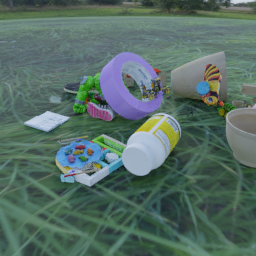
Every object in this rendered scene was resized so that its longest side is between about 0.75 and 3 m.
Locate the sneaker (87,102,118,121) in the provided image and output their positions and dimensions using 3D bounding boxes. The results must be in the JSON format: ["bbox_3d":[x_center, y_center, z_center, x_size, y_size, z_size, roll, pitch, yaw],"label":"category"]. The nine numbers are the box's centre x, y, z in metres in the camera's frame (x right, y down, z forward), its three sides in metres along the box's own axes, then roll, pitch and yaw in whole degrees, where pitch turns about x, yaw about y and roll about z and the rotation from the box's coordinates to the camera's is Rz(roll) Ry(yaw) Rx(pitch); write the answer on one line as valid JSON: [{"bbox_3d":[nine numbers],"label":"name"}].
[{"bbox_3d":[-1.123,-0.771,12.456,1.660,0.612,0.726,21,27,36],"label":"sneaker"}]

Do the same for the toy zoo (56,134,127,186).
[{"bbox_3d":[-1.161,1.058,9.322,1.707,0.266,2.602,23,36,36],"label":"toy zoo"}]

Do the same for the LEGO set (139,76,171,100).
[{"bbox_3d":[1.121,-1.725,11.703,1.231,0.713,0.947,-20,30,-17],"label":"LEGO set"}]

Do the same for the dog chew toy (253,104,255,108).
[{"bbox_3d":[5.684,-0.041,10.276,1.509,1.509,2.423,-17,42,-29],"label":"dog chew toy"}]

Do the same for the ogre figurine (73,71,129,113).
[{"bbox_3d":[-1.105,-1.675,12.940,2.837,1.701,1.392,0,30,-3],"label":"ogre figurine"}]

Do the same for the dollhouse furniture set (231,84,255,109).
[{"bbox_3d":[5.600,-1.503,13.073,1.225,1.288,1.049,11,30,15],"label":"dollhouse furniture set"}]

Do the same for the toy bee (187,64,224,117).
[{"bbox_3d":[3.595,-1.464,11.999,1.278,2.351,1.539,22,24,26],"label":"toy bee"}]

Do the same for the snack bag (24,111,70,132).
[{"bbox_3d":[-3.437,-0.327,12.052,1.392,0.158,1.476,15,31,26],"label":"snack bag"}]

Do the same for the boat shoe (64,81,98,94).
[{"bbox_3d":[-2.154,-2.346,15.073,2.656,0.873,0.949,4,28,7],"label":"boat shoe"}]

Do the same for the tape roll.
[{"bbox_3d":[0.191,-1.810,12.113,0.922,2.809,2.809,-30,1,45],"label":"tape roll"}]

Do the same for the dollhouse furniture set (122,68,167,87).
[{"bbox_3d":[0.799,-3.215,16.347,2.326,1.211,2.351,-14,31,-24],"label":"dollhouse furniture set"}]

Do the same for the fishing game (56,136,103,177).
[{"bbox_3d":[-1.598,0.797,9.231,1.542,0.335,2.154,-9,30,-11],"label":"fishing game"}]

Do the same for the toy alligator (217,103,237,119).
[{"bbox_3d":[4.627,-0.627,12.165,0.628,0.575,2.118,-10,30,-18],"label":"toy alligator"}]

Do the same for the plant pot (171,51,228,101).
[{"bbox_3d":[3.524,-2.435,14.029,2.594,2.429,2.429,-3,26,17],"label":"plant pot"}]

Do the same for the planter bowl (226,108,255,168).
[{"bbox_3d":[4.271,0.405,9.317,2.133,1.435,2.133,0,27,0],"label":"planter bowl"}]

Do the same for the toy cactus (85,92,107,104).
[{"bbox_3d":[-1.498,-1.684,14.045,1.805,0.923,1.490,-5,17,10],"label":"toy cactus"}]

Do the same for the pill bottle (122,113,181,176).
[{"bbox_3d":[0.778,0.523,9.223,1.318,1.318,2.345,14,31,24],"label":"pill bottle"}]
